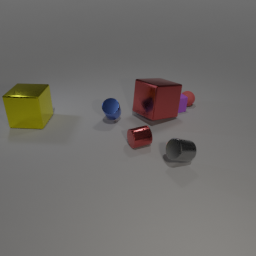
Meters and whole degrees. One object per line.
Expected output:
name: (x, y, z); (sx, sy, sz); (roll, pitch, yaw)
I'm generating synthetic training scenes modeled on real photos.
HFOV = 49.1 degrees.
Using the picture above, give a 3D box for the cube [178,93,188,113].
cube: (2.141, -1.126, 12.479); (0.700, 0.700, 0.700); (-12, 32, -23)

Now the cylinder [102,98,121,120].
cylinder: (-0.656, -0.763, 11.327); (0.700, 0.700, 0.700); (-2, 72, 6)

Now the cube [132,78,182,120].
cube: (1.193, -1.242, 11.654); (1.400, 1.400, 1.400); (-9, 24, -35)

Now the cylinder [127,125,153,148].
cylinder: (0.410, 0.313, 9.948); (0.700, 0.700, 0.700); (-12, 32, -20)

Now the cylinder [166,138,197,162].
cylinder: (1.670, 0.699, 8.831); (0.700, 0.700, 0.700); (9, 21, -35)

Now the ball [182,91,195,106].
ball: (2.732, -1.358, 12.907); (0.700, 0.700, 0.700); (0, 30, 0)

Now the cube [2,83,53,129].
cube: (-3.996, -0.908, 11.385); (1.400, 1.400, 1.400); (2, 30, 4)
